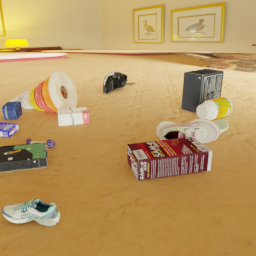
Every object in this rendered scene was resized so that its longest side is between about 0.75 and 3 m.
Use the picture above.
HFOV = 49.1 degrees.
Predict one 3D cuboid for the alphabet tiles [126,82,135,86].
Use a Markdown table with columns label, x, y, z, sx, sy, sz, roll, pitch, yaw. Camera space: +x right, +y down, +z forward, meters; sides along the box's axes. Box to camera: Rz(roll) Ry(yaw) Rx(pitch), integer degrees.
| label | x | y | z | sx | sy | sz | roll | pitch | yaw |
| --- | --- | --- | --- | --- | --- | --- | --- | --- | --- |
| alphabet tiles | 0.087 | -3.030 | 19.283 | 0.803 | 0.036 | 0.961 | 1 | 20 | 3 |

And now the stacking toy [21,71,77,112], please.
| label | x | y | z | sx | sy | sz | roll | pitch | yaw |
| --- | --- | --- | --- | --- | --- | --- | --- | --- | --- |
| stacking toy | -3.892 | -1.410 | 12.920 | 2.691 | 1.966 | 1.966 | -10 | 16 | 21 |

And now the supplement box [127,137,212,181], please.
| label | x | y | z | sx | sy | sz | roll | pitch | yaw |
| --- | --- | --- | --- | --- | --- | --- | --- | --- | --- |
| supplement box | 1.117 | 0.805 | 7.807 | 2.088 | 0.636 | 1.136 | -6 | 21 | -13 |

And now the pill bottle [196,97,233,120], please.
| label | x | y | z | sx | sy | sz | roll | pitch | yaw |
| --- | --- | --- | --- | --- | --- | --- | --- | --- | --- |
| pill bottle | 3.677 | -0.816 | 11.993 | 1.500 | 0.833 | 0.833 | -14 | 24 | -32 |

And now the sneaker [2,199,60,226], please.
| label | x | y | z | sx | sy | sz | roll | pitch | yaw |
| --- | --- | --- | --- | --- | --- | --- | --- | --- | --- |
| sneaker | -1.936 | 1.597 | 5.594 | 1.149 | 0.496 | 0.446 | 4 | 34 | -1 |

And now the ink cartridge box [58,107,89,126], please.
| label | x | y | z | sx | sy | sz | roll | pitch | yaw |
| --- | --- | --- | --- | --- | --- | --- | --- | --- | --- |
| ink cartridge box | -2.261 | -0.483 | 11.552 | 1.215 | 0.503 | 0.890 | -6 | 21 | -15 |

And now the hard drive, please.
| label | x | y | z | sx | sy | sz | roll | pitch | yaw |
| --- | --- | --- | --- | --- | --- | --- | --- | --- | --- |
| hard drive | -3.233 | 0.847 | 8.137 | 1.760 | 0.333 | 1.230 | -6 | 21 | -15 |

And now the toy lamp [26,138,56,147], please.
| label | x | y | z | sx | sy | sz | roll | pitch | yaw |
| --- | --- | --- | --- | --- | --- | --- | --- | --- | --- |
| toy lamp | -2.860 | 0.488 | 9.240 | 0.956 | 0.278 | 0.278 | 4 | 20 | 14 |

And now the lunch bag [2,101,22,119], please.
| label | x | y | z | sx | sy | sz | roll | pitch | yaw |
| --- | --- | --- | --- | --- | --- | --- | --- | --- | --- |
| lunch bag | -5.044 | -0.787 | 12.154 | 0.647 | 0.664 | 0.977 | -1 | 20 | -3 |

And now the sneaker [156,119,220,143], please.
| label | x | y | z | sx | sy | sz | roll | pitch | yaw |
| --- | --- | --- | --- | --- | --- | --- | --- | --- | --- |
| sneaker | 1.946 | 0.251 | 9.202 | 2.084 | 0.848 | 0.920 | -4 | 20 | 13 |

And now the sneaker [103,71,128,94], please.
| label | x | y | z | sx | sy | sz | roll | pitch | yaw |
| --- | --- | --- | --- | --- | --- | --- | --- | --- | --- |
| sneaker | -0.707 | -2.829 | 17.110 | 1.129 | 0.977 | 2.579 | 12 | 34 | 11 |

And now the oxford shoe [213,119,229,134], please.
| label | x | y | z | sx | sy | sz | roll | pitch | yaw |
| --- | --- | --- | --- | --- | --- | --- | --- | --- | --- |
| oxford shoe | 2.864 | 0.048 | 10.236 | 1.611 | 0.606 | 0.465 | -9 | -21 | -3 |

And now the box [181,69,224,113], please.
| label | x | y | z | sx | sy | sz | roll | pitch | yaw |
| --- | --- | --- | --- | --- | --- | --- | --- | --- | --- |
| box | 3.520 | -1.814 | 13.312 | 1.783 | 1.797 | 1.108 | -17 | 27 | -40 |

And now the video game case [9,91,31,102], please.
| label | x | y | z | sx | sy | sz | roll | pitch | yaw |
| --- | --- | --- | --- | --- | --- | --- | --- | --- | --- |
| video game case | -4.611 | -1.594 | 14.918 | 2.524 | 0.299 | 2.297 | 1 | 20 | 2 |

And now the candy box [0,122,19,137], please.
| label | x | y | z | sx | sy | sz | roll | pitch | yaw |
| --- | --- | --- | --- | --- | --- | --- | --- | --- | --- |
| candy box | -4.523 | 0.057 | 10.289 | 0.755 | 0.291 | 0.638 | 6 | 30 | 14 |
